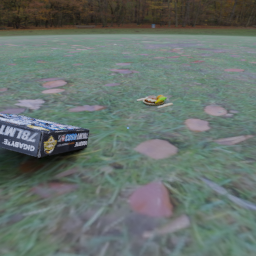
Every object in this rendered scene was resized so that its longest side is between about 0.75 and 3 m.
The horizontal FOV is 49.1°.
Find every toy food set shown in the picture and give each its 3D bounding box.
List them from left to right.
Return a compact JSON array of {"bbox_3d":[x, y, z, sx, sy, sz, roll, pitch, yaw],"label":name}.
[{"bbox_3d":[1.050,-1.151,11.275,0.936,0.272,1.356,-18,29,-37],"label":"toy food set"}]

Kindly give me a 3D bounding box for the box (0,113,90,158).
[{"bbox_3d":[-2.473,0.072,6.655,2.426,0.603,2.408,11,4,13],"label":"box"}]
